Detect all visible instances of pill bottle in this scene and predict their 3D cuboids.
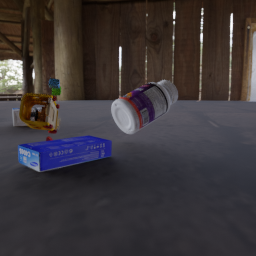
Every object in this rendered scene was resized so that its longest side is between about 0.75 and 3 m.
[{"bbox_3d":[0.436,-0.551,6.465,1.515,0.844,0.844,-31,23,-31],"label":"pill bottle"}]

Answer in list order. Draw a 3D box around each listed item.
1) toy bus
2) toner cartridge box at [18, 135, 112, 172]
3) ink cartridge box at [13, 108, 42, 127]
[{"bbox_3d":[-1.414,-0.218,4.507,0.533,1.031,0.973,6,34,-7],"label":"toy bus"},{"bbox_3d":[-0.880,0.338,4.106,0.591,0.268,1.244,8,11,43],"label":"toner cartridge box"},{"bbox_3d":[-3.073,-0.378,9.046,1.198,0.504,0.866,-3,11,-23],"label":"ink cartridge box"}]
